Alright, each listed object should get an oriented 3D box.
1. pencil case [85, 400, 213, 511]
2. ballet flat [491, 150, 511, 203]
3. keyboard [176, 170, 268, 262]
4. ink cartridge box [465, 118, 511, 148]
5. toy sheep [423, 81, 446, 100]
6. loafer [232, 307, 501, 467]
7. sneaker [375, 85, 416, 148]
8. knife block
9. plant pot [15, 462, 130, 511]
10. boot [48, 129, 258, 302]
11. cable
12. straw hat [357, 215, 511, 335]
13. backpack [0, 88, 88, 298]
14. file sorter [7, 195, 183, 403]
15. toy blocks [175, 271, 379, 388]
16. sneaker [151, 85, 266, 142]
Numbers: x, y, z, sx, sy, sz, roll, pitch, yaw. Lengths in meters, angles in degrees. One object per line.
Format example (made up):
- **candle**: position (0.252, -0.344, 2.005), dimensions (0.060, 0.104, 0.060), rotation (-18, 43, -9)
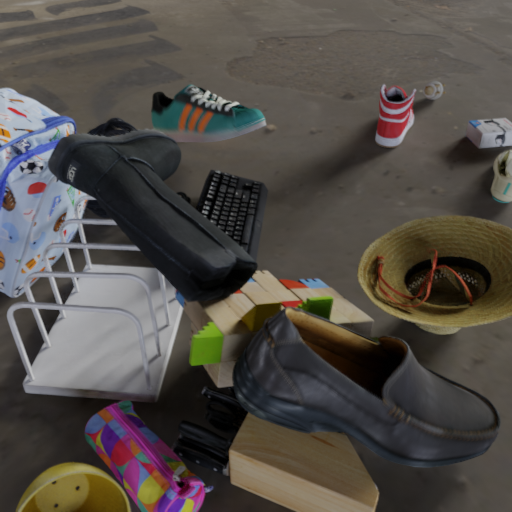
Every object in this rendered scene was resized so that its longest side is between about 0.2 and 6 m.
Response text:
- **pencil case**: position (-1.339, 2.481, 6.747), dimensions (1.763, 0.779, 0.779), rotation (31, 47, 35)
- **ballet flat**: position (5.715, -1.956, 12.553), dimensions (0.744, 0.744, 2.141), rotation (13, 39, 16)
- **keyboard**: position (-0.828, -0.792, 11.106), dimensions (1.936, 0.414, 3.224), rotation (9, 37, 0)
- **ink cartridge box**: position (6.039, -3.141, 14.308), dimensions (1.048, 0.439, 0.761), rotation (-6, 38, -8)
- **toy sheep**: position (5.243, -4.879, 16.509), dimensions (0.593, 0.593, 0.860), rotation (31, 28, 34)
- **loafer**: position (1.525, 1.572, 6.676), dimensions (3.478, 1.257, 1.266), rotation (15, 35, -15)
- **sneaker**: position (3.694, -3.954, 14.576), dimensions (0.887, 1.401, 2.491), rotation (11, 39, 15)
- **knife block**: position (0.090, 2.482, 6.753), dimensions (1.992, 0.726, 2.269), rotation (-14, 40, -16)
- **plant pot**: position (-2.085, 2.785, 6.169), dimensions (1.203, 1.203, 0.854), rotation (-20, 13, -24)
- **boot**: position (-1.134, -0.690, 8.352), dimensions (3.093, 1.015, 2.549), rotation (37, 31, 21)
- **cable**: position (-2.873, -1.769, 11.271), dimensions (1.642, 2.012, 0.511), rotation (2, 23, 2)
- **straw hat**: position (2.999, 0.579, 8.878), dimensions (2.769, 1.172, 2.769), rotation (-7, 37, 5)
- **backpack**: position (-4.320, -1.213, 9.566), dimensions (2.738, 3.555, 3.386), rotation (28, 28, -13)
- **file sorter**: position (-2.232, 0.523, 8.503), dimensions (1.918, 1.721, 2.764), rotation (3, 38, 4)
- **toy blocks**: position (0.150, 0.911, 8.291), dimensions (3.029, 1.514, 2.070), rotation (-2, 22, -26)
- **sneaker**: position (-1.286, -3.464, 13.457), dimensions (3.186, 1.273, 1.137), rotation (4, 26, 29)
